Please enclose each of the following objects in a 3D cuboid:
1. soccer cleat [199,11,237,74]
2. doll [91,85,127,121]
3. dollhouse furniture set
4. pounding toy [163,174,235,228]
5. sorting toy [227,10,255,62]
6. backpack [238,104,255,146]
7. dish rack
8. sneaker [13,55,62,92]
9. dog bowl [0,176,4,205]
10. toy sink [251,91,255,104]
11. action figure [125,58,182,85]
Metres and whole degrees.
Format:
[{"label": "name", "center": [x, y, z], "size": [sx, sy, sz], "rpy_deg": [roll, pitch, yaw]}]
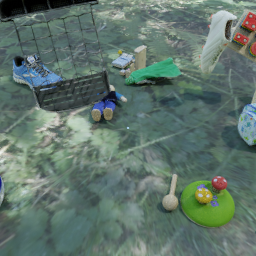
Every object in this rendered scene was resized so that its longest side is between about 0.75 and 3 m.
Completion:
[{"label": "soccer cleat", "center": [2.569, -2.377, 8.078], "size": [0.638, 1.840, 0.714], "rpy_deg": [-24, 43, -39]}, {"label": "doll", "center": [-0.663, -0.878, 9.130], "size": [1.255, 0.446, 1.839], "rpy_deg": [-5, 33, 6]}, {"label": "dollhouse furniture set", "center": [-0.125, -2.774, 11.093], "size": [1.376, 0.898, 1.299], "rpy_deg": [22, 44, 26]}, {"label": "pounding toy", "center": [1.611, 1.416, 6.130], "size": [1.518, 0.704, 1.171], "rpy_deg": [14, 41, 16]}, {"label": "sorting toy", "center": [3.721, -2.722, 8.265], "size": [1.160, 1.167, 0.406], "rpy_deg": [29, 7, 1]}, {"label": "backpack", "center": [3.556, -0.119, 7.734], "size": [0.850, 1.058, 1.156], "rpy_deg": [-6, 30, -5]}, {"label": "dish rack", "center": [-0.925, -1.041, 4.006], "size": [1.288, 1.679, 0.458], "rpy_deg": [-14, 21, -7]}, {"label": "sneaker", "center": [-3.323, -1.985, 10.013], "size": [2.360, 1.052, 0.927], "rpy_deg": [21, 44, 23]}, {"label": "dog bowl", "center": [-3.927, 1.373, 6.069], "size": [2.164, 0.852, 2.164], "rpy_deg": [0, 39, 0]}, {"label": "toy sink", "center": [4.520, -0.850, 8.404], "size": [1.150, 1.338, 2.053], "rpy_deg": [-19, 44, -21]}, {"label": "action figure", "center": [0.842, -1.990, 10.423], "size": [1.991, 0.544, 1.176], "rpy_deg": [-16, 43, -8]}]
